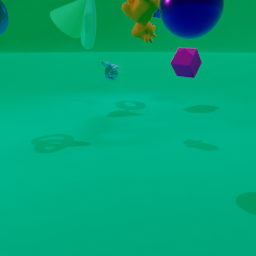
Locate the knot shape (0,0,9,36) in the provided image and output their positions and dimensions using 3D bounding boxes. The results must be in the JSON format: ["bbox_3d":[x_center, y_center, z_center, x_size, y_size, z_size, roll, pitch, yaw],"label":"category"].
[{"bbox_3d":[-3.235,-2.304,6.180,0.718,1.455,1.555,21,36,-48],"label":"knot shape"}]

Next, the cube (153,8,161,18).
[{"bbox_3d":[0.902,-4.289,9.488,0.762,0.762,0.762,9,-2,-3],"label":"cube"}]

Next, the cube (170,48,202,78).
[{"bbox_3d":[2.250,-2.509,10.793,0.801,0.801,0.801,16,-20,37],"label":"cube"}]

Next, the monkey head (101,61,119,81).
[{"bbox_3d":[-0.745,-2.198,10.893,0.777,0.651,1.080,20,13,-11],"label":"monkey head"}]

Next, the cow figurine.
[{"bbox_3d":[0.378,-2.389,5.966,1.048,1.031,0.575,-24,33,52],"label":"cow figurine"}]

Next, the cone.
[{"bbox_3d":[-1.660,-3.750,8.975,1.192,1.188,1.188,-40,-3,29],"label":"cone"}]

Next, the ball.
[{"bbox_3d":[0.751,-1.458,3.343,0.757,0.757,0.757,0,17,0],"label":"ball"}]

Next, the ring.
[{"bbox_3d":[-1.544,-4.035,10.698,0.397,1.983,1.983,-2,17,-15],"label":"ring"}]
